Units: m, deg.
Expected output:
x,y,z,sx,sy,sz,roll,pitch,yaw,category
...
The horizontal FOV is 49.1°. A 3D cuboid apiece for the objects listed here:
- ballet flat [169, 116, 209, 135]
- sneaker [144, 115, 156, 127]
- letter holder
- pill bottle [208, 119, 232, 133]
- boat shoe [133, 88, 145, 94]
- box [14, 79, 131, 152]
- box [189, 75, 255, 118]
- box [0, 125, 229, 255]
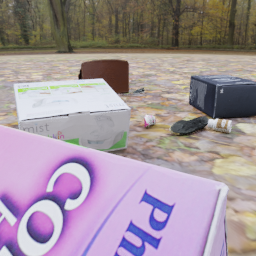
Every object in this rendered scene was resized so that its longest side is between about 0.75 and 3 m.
x,y,z,sx,sy,sz,roll,pitch,yaw,category
2.138,-0.019,9.781,1.698,0.482,0.564,-13,63,-29,ballet flat
0.828,-0.280,10.415,0.416,0.384,0.944,1,19,9,sneaker
-1.416,-2.995,16.033,2.709,1.925,1.362,-7,20,-18,letter holder
3.202,-0.093,9.784,0.750,0.429,0.429,10,21,28,pill bottle
0.610,-2.144,16.099,0.341,0.272,0.901,15,24,37,boat shoe
-1.759,-0.395,8.453,2.957,1.430,2.609,-8,32,-23,box
4.115,-1.470,12.297,2.002,1.411,2.706,-3,19,-8,box
-0.819,1.241,2.135,2.852,2.508,1.379,11,53,28,box
